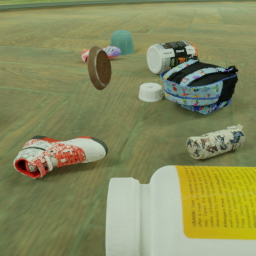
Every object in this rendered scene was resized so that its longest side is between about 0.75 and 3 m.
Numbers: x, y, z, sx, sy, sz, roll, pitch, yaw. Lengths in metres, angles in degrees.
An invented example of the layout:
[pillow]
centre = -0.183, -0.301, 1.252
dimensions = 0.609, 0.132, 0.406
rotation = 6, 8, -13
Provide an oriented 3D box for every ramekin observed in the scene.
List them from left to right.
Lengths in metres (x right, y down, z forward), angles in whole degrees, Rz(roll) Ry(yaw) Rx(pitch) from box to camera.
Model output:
[ramekin]
centre = 0.778, -1.236, 9.568
dimensions = 0.823, 0.401, 0.823
rotation = 0, 31, 0

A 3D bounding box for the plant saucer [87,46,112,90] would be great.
[plant saucer]
centre = -0.558, -1.256, 5.854
dimensions = 0.159, 0.923, 0.923
rotation = -3, 28, 23

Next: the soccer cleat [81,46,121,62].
[soccer cleat]
centre = -1.231, -3.371, 13.071
dimensions = 1.863, 0.622, 0.713
rotation = -6, 49, -11

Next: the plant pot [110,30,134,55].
[plant pot]
centre = -0.319, -4.403, 14.301
dimensions = 1.268, 1.017, 1.268
rotation = 0, 31, 0

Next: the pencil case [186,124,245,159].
[pencil case]
centre = 2.097, 0.325, 6.708
dimensions = 1.414, 0.632, 0.550
rotation = -13, 24, -20

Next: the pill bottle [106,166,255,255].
[pill bottle]
centre = 1.157, 1.355, 4.024
dimensions = 2.861, 1.613, 1.613
rotation = 0, 31, 2

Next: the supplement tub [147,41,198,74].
[supplement tub]
centre = 1.876, -2.991, 11.738
dimensions = 1.950, 1.195, 1.195
rotation = -16, 34, -23

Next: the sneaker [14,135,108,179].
[sneaker]
centre = -1.480, 0.683, 6.111
dimensions = 1.957, 0.654, 1.049
rotation = 4, 32, 13

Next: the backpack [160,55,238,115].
[backpack]
centre = 2.042, -1.248, 8.601
dimensions = 2.071, 1.393, 1.891
rotation = -23, 38, -35
